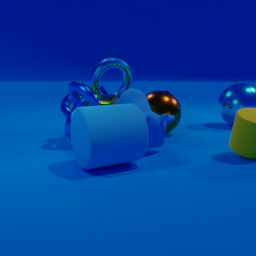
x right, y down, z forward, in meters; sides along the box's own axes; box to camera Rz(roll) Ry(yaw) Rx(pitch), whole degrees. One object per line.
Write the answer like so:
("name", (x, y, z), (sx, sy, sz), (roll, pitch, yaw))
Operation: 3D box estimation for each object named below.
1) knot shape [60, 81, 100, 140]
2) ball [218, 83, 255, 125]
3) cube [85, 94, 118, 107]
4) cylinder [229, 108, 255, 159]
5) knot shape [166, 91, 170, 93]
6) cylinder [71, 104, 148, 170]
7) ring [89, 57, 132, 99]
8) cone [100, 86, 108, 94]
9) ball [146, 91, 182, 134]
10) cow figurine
("knot shape", (-1.140, -0.512, 6.415), (0.647, 1.400, 1.310), (6, 32, -24))
("ball", (3.518, -0.721, 8.774), (1.358, 1.358, 1.358), (0, 10, 0))
("cube", (-0.780, -0.339, 7.428), (0.925, 0.925, 0.925), (0, 19, 8))
("cylinder", (2.379, 0.089, 5.344), (0.737, 0.737, 0.737), (2, 28, -1))
("knot shape", (0.934, -0.750, 8.996), (1.272, 0.588, 1.190), (-12, -14, -35))
("cylinder", (-0.344, 0.125, 4.823), (1.034, 1.034, 1.034), (-6, 12, -28))
("ring", (-0.473, -1.341, 8.033), (1.363, 1.363, 0.273), (-7, 30, -32))
("cone", (-0.736, -0.725, 10.771), (1.314, 1.309, 1.309), (29, 16, 8))
("ball", (0.829, -0.407, 7.476), (1.179, 1.179, 1.179), (0, 10, 0))
("cow figurine", (0.270, -0.272, 6.171), (0.934, 1.701, 1.674), (-4, -26, -18))
